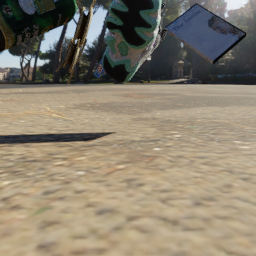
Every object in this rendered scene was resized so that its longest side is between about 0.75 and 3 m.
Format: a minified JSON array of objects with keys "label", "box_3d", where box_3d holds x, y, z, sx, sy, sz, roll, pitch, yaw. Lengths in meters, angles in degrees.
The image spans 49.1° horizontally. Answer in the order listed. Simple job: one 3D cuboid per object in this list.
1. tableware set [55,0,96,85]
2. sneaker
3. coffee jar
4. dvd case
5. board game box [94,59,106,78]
[{"label":"tableware set","box_3d":[-1.658,-2.676,8.535,0.529,1.745,2.639,15,-23,-18]},{"label":"sneaker","box_3d":[0.346,-2.183,5.686,1.761,0.979,2.518,-51,1,-25]},{"label":"coffee jar","box_3d":[-2.983,-3.176,7.944,2.886,1.231,1.505,-34,12,-23]},{"label":"dvd case","box_3d":[2.949,-3.715,10.817,1.819,0.224,2.550,-41,64,-11]},{"label":"board game box","box_3d":[-0.634,-2.112,9.213,0.969,0.218,0.737,-42,-6,-43]}]
